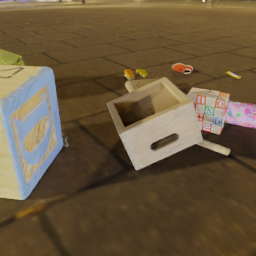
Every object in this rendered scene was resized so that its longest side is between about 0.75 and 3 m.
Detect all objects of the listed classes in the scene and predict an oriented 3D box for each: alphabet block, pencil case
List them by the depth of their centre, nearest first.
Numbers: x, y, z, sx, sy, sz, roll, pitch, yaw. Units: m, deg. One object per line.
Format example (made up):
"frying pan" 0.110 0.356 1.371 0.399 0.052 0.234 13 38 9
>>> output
"alphabet block" -3.557 -0.056 7.310 2.717 2.668 2.653 5 28 9
"pencil case" 4.322 -0.471 9.892 2.034 0.889 0.889 14 32 20

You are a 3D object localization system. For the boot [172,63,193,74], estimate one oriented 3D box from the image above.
"boot" 2.959 -3.245 15.378 1.142 0.428 0.612 9 36 15

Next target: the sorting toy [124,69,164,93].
"sorting toy" 0.926 -1.743 12.091 1.977 0.355 2.653 -11 46 -20

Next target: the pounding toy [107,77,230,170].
"pounding toy" 1.103 -0.038 8.307 2.655 1.888 2.444 -24 32 -1

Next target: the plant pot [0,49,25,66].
"plant pot" -5.931 -2.377 11.793 2.646 2.878 2.878 9 29 -6

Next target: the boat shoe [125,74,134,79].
"boat shoe" 0.042 -2.753 14.620 0.306 0.262 0.836 -13 32 -22

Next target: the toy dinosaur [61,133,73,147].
"toy dinosaur" -2.042 0.301 9.214 0.412 0.222 0.935 -20 31 -20

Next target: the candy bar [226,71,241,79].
"candy bar" 5.630 -2.827 14.914 0.258 0.115 1.035 -10 30 -16

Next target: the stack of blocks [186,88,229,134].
"stack of blocks" 2.300 -0.716 9.917 2.224 1.280 0.651 14 32 24
